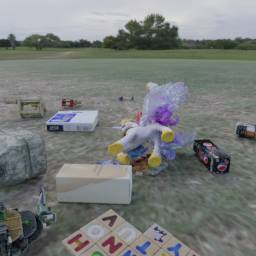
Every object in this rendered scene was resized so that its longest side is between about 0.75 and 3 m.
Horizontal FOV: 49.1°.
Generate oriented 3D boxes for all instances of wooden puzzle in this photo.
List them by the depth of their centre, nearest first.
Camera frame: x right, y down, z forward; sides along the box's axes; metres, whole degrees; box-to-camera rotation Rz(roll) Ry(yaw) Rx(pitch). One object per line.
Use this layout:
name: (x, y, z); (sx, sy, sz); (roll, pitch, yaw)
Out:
wooden puzzle: (0.534, 0.996, 7.371); (0.785, 0.093, 1.324); (12, 21, 34)

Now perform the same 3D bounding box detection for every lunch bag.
lunch bag: (-2.895, 0.677, 6.702); (1.570, 1.094, 1.317); (16, 21, 41)

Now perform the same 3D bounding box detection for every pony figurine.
pony figurine: (0.659, 0.070, 7.549); (2.421, 2.088, 2.508); (-14, 18, 6)

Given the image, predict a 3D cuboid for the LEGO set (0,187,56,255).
LEGO set: (-1.606, 1.785, 4.273); (2.757, 0.781, 1.790); (24, 29, 25)

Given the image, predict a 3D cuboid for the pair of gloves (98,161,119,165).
pair of gloves: (-0.557, 1.051, 7.014); (0.910, 0.129, 1.132); (14, 18, 34)

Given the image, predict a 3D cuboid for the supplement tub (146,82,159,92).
supplement tub: (1.543, -2.455, 17.351); (0.635, 0.635, 0.878); (-6, 19, -18)

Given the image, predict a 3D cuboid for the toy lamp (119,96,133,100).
toy lamp: (-0.108, -1.656, 15.545); (0.792, 0.231, 0.231); (1, 17, -6)

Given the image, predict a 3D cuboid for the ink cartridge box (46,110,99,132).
ink cartridge box: (-2.092, -0.293, 10.983); (1.742, 0.414, 1.762); (-1, 16, 3)

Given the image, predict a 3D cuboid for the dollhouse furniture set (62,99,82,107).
dollhouse furniture set: (-2.812, -1.230, 14.032); (0.518, 0.392, 0.963); (8, 6, 26)

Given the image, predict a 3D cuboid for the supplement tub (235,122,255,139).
supplement tub: (4.125, 0.098, 9.544); (0.804, 0.493, 0.493); (10, 20, 27)

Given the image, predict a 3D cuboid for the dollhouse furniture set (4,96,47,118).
dollhouse furniture set: (-4.514, -0.824, 12.494); (1.528, 0.849, 1.351); (-2, -7, -6)

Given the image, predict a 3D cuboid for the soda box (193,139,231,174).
soda box: (2.238, 0.738, 7.608); (0.489, 0.437, 1.381); (-1, 18, -8)

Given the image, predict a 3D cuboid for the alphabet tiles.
alphabet tiles: (0.160, 1.901, 3.753); (2.056, 0.078, 1.719); (29, 31, 31)

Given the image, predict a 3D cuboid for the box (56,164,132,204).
box: (-0.684, 1.175, 5.964); (1.522, 0.591, 0.722); (0, 16, 2)

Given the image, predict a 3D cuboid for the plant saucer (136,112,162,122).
plant saucer: (0.989, -0.453, 11.748); (1.185, 0.218, 1.187); (-1, 17, -4)
